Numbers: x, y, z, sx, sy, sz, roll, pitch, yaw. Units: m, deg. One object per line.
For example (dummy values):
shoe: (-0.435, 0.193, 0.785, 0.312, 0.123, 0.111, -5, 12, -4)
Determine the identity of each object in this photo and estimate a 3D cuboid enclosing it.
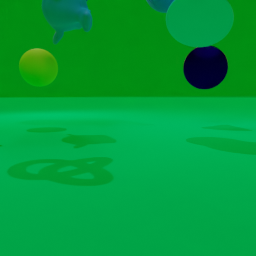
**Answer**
ball: (-2.626, -1.772, 8.247, 1.090, 1.090, 1.090, 0, 7, 0)
monkey head: (-1.517, -2.874, 6.951, 1.134, 1.882, 1.354, -12, 50, -18)
cone: (1.684, -2.885, 6.406, 1.420, 1.426, 1.420, 11, -31, 7)
cone: (2.520, -1.953, 9.027, 1.310, 1.310, 1.315, 2, 13, 18)
ball: (0.969, -3.484, 6.958, 1.156, 1.156, 1.156, 0, 7, 0)
